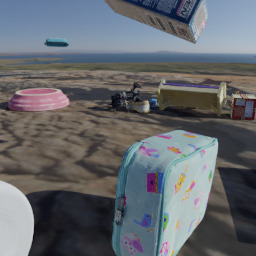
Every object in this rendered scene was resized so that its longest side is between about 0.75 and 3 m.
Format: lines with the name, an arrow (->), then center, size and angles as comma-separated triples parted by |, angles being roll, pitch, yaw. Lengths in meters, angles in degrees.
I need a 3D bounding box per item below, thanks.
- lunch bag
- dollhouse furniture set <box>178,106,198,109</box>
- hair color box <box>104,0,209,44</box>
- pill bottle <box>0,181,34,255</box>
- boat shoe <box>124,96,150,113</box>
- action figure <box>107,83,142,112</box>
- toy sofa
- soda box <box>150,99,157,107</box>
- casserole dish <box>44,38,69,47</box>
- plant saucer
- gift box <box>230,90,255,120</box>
lunch bag -> 0.585, 0.966, 4.074 | 0.815, 1.695, 2.113 | 16, 17, 31
dollhouse furniture set -> 3.039, -1.011, 13.187 | 0.933, 0.587, 1.055 | -40, 49, -8
hair color box -> 0.586, -2.892, 6.541 | 2.427, 0.734, 1.213 | 29, 8, 19
pill bottle -> -2.734, 1.149, 3.567 | 2.777, 1.542, 1.542 | 9, 18, 28
boat shoe -> 0.418, -1.161, 13.065 | 0.664, 0.623, 1.800 | -11, 20, -34
action figure -> -0.144, -1.295, 12.936 | 1.791, 0.914, 1.064 | -30, 46, 27
toy sofa -> 2.821, -1.539, 12.424 | 2.883, 1.194, 1.407 | 9, 52, 26
soda box -> 1.268, -1.239, 13.982 | 0.277, 0.262, 0.817 | 3, 16, 8
casserole dish -> -2.357, -2.831, 9.260 | 0.806, 0.156, 0.488 | -2, -3, -12
plant saucer -> -4.437, -1.476, 13.964 | 2.910, 0.737, 2.910 | -1, 17, 0
gift box -> 4.818, -0.968, 11.621 | 1.039, 1.126, 1.052 | 9, 17, 13
